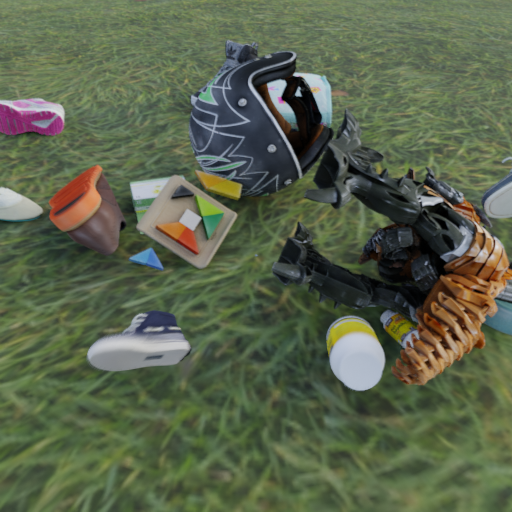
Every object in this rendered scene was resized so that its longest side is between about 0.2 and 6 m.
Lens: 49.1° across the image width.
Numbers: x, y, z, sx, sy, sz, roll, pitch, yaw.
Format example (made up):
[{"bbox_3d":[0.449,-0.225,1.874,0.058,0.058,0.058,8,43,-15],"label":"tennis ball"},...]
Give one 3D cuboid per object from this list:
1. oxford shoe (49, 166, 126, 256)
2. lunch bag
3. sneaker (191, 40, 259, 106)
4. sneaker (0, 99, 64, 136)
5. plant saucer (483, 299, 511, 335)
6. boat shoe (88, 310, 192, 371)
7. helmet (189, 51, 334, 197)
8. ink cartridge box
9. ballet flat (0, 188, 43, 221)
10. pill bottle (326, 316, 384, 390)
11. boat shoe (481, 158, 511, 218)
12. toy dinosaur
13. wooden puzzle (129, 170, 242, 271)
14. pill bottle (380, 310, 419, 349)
[{"bbox_3d":[-3.250,-0.876,11.020,1.190,1.213,3.344,-36,25,3],"label":"oxford shoe"},{"bbox_3d":[0.845,-3.857,14.689,2.206,1.579,2.590,2,30,1],"label":"lunch bag"},{"bbox_3d":[-0.890,-5.551,16.952,1.113,1.679,2.950,25,42,31],"label":"sneaker"},{"bbox_3d":[-6.249,-3.841,15.346,2.165,0.881,0.955,8,34,-3],"label":"sneaker"},{"bbox_3d":[4.362,0.684,9.353,1.707,0.307,1.707,0,35,0],"label":"plant saucer"},{"bbox_3d":[-1.608,1.094,7.476,1.477,0.551,0.685,10,41,-45],"label":"boat shoe"},{"bbox_3d":[-0.020,-2.649,11.895,2.972,2.972,2.833,24,58,30],"label":"helmet"},{"bbox_3d":[-1.973,-1.113,11.839,1.209,0.398,1.662,-9,35,-13],"label":"ink cartridge box"},{"bbox_3d":[-5.456,-1.117,11.600,1.975,0.686,0.686,3,35,3],"label":"ballet flat"},{"bbox_3d":[1.350,1.327,7.654,0.718,0.718,1.276,2,10,3],"label":"pill bottle"},{"bbox_3d":[5.023,-1.480,10.095,2.332,0.873,0.721,-31,46,2],"label":"boat shoe"},{"bbox_3d":[2.456,-0.123,8.414,3.791,2.853,5.586,25,8,5],"label":"toy dinosaur"},{"bbox_3d":[-1.248,-0.680,10.389,1.591,0.276,2.358,25,65,-7],"label":"wooden puzzle"},{"bbox_3d":[2.230,1.123,8.682,0.357,0.357,0.653,-17,38,-23],"label":"pill bottle"}]
